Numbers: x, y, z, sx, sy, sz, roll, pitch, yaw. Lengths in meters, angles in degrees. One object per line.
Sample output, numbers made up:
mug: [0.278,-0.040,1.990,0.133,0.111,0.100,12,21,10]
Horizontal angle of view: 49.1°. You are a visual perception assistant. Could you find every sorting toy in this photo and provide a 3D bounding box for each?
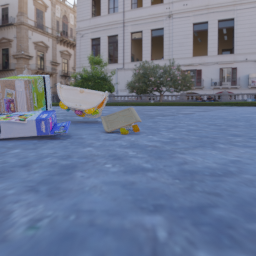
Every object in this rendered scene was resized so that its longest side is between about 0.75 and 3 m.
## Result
sorting toy: [-1.798,-0.846,11.247,1.961,1.047,1.765,10,-17,5]
sorting toy: [-0.160,-0.122,7.473,1.006,0.181,1.350,-16,29,-5]

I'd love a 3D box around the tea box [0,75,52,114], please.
tea box: [-2.904,-0.757,8.034,0.950,1.421,1.398,2,17,9]

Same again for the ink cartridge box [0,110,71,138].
ink cartridge box: [-2.462,-0.102,6.434,2.179,0.457,1.300,-2,12,-7]

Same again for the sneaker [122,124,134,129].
sneaker: [-0.161,-0.179,8.542,1.062,0.399,0.470,3,5,42]
